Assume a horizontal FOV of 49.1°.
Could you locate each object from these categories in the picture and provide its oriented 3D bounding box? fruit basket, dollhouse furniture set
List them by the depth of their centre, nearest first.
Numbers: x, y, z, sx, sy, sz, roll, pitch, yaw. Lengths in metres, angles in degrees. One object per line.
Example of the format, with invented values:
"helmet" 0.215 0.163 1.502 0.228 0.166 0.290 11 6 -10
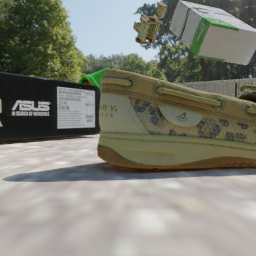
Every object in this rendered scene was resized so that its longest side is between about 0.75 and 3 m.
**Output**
"fruit basket" -0.833 -0.575 7.157 1.633 1.633 1.178 -1 1 -19
"dollhouse furniture set" 0.535 -3.683 9.376 0.726 1.307 1.156 -13 50 -28

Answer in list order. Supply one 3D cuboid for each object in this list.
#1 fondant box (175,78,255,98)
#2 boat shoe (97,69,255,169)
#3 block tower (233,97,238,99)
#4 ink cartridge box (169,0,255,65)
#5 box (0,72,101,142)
"fondant box" 2.862 -0.687 6.977 2.850 0.830 2.056 3 2 32
"boat shoe" 0.576 -0.052 1.490 1.472 0.462 0.540 -1 2 -19
"block tower" 1.247 -0.240 4.716 2.323 0.627 0.671 -2 2 -41
"ink cartridge box" 1.869 -2.185 6.307 1.292 0.746 1.768 3 37 -19
"box" -2.121 -0.195 3.060 2.376 0.645 2.965 1 2 36
